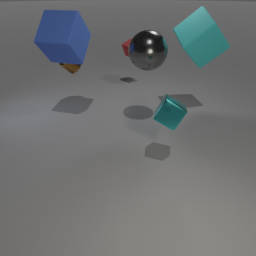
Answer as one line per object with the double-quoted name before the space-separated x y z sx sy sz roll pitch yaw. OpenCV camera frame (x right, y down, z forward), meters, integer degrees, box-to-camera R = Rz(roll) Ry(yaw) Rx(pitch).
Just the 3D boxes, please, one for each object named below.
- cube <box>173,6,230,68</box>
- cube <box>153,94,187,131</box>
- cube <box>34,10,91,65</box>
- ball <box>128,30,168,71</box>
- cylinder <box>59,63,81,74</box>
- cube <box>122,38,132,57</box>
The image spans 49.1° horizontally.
"cube" 2.863 -3.525 10.968 1.400 1.400 1.400 -34 45 23
"cube" 1.218 -0.461 8.127 0.700 0.700 0.700 30 21 -5
"cube" -2.393 -3.366 10.462 1.400 1.400 1.400 8 -16 15
"ball" 0.712 -2.751 9.975 1.400 1.400 1.400 0 28 0
"cylinder" -2.562 -2.867 12.385 0.700 0.700 0.700 28 -5 42
"cube" 0.203 -4.292 15.050 0.700 0.700 0.700 -36 39 -16
